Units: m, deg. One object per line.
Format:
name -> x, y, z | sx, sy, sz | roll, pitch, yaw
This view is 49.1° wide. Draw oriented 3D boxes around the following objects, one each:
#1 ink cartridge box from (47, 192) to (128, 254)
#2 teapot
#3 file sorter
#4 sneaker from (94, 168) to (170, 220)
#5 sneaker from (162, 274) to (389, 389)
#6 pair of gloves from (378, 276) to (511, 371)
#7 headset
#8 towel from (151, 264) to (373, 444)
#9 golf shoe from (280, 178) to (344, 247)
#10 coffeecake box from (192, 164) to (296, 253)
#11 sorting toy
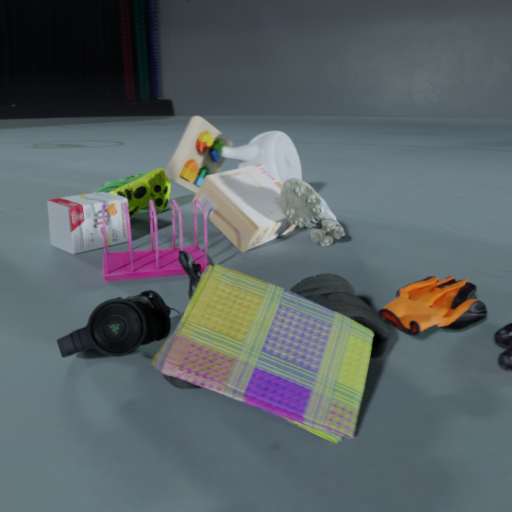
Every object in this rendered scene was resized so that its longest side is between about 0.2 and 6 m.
ink cartridge box -> -3.150, -0.655, 10.598 | 0.891, 0.895, 1.232 | 16, 24, 41
teapot -> 0.212, -2.103, 13.801 | 1.364, 1.867, 1.843 | -10, 19, 29
file sorter -> -1.704, -0.332, 9.320 | 1.700, 1.066, 1.181 | -5, 19, -14
sneaker -> -2.930, -1.453, 12.881 | 1.184, 1.050, 2.834 | 11, 21, 22
sneaker -> 0.291, 0.871, 5.873 | 2.590, 0.984, 1.176 | -14, 32, -27
pair of gloves -> 2.759, 0.830, 6.569 | 2.315, 0.286, 2.062 | 25, 27, 33
headset -> -1.365, 0.598, 6.120 | 1.812, 0.851, 1.119 | -20, -3, 19
towel -> 0.122, 0.856, 5.312 | 1.880, 0.214, 1.350 | 20, 49, 4
golf shoe -> 0.911, -0.917, 10.227 | 0.702, 1.793, 0.872 | -29, 46, 15
coffeecake box -> -0.074, -0.988, 10.900 | 1.430, 0.681, 1.863 | 45, 34, 14
sorting toy -> -1.325, -2.371, 13.734 | 0.322, 1.635, 1.766 | 28, 3, 27
